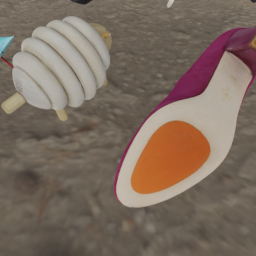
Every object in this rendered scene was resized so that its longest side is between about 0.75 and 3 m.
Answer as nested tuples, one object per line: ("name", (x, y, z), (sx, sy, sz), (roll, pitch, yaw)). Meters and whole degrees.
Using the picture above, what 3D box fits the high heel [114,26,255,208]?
("high heel", (0.745, -0.181, 3.270), (2.567, 0.865, 1.234), (-43, 8, -8))

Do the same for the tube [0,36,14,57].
("tube", (-2.340, -1.270, 4.655), (1.591, 0.401, 0.616), (19, 79, 46))

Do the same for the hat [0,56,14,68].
("hat", (-2.708, -1.938, 4.888), (2.382, 2.531, 2.876), (-33, 6, 27))

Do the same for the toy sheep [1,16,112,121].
("toy sheep", (-0.658, -0.580, 2.784), (0.923, 0.923, 1.339), (29, 66, 29))

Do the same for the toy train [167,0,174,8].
("toy train", (1.044, -3.071, 5.651), (0.401, 1.082, 1.440), (20, 1, -14))

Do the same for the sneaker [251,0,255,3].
("sneaker", (2.301, -2.722, 4.705), (0.553, 0.470, 1.263), (-10, 59, 47))

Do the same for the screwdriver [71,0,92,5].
("screwdriver", (-0.386, -1.544, 3.323), (0.211, 0.220, 1.514), (-23, 12, 18))
